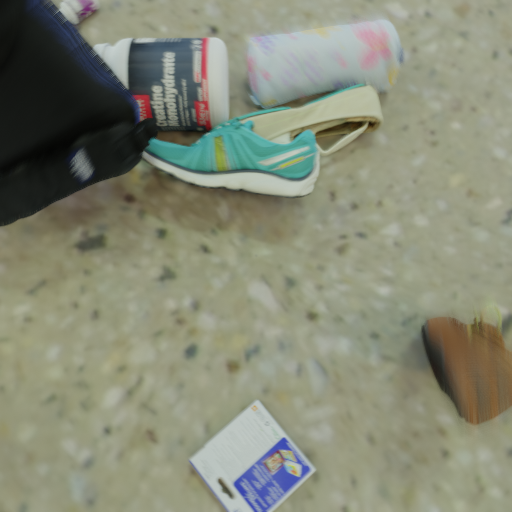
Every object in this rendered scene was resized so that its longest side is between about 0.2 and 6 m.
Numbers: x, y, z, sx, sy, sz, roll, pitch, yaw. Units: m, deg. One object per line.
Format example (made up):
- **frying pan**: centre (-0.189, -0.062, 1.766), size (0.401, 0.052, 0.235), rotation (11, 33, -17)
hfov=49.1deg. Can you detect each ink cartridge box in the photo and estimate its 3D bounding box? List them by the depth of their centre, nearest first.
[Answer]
- **ink cartridge box**: centre (-0.057, 2.711, 7.275), size (1.186, 0.279, 1.172), rotation (-39, 76, -11)

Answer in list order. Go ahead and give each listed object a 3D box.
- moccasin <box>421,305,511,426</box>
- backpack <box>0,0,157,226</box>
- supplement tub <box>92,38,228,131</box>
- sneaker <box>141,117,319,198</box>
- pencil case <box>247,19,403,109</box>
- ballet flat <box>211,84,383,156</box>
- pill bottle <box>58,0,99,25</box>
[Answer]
- **moccasin**: centre (2.579, 1.166, 6.668), size (0.996, 2.580, 0.944), rotation (-20, 86, 9)
- **backpack**: centre (-3.323, -1.881, 6.926), size (2.861, 3.004, 2.314), rotation (-42, 48, 1)
- **supplement tub**: centre (-1.428, -2.626, 8.633), size (1.962, 1.377, 1.377), rotation (-1, 70, 0)
- **sneaker**: centre (-0.376, -1.483, 8.106), size (2.591, 1.004, 1.032), rotation (7, 102, 5)
- **pencil case**: centre (1.050, -3.080, 8.996), size (2.434, 1.104, 1.012), rotation (-9, 32, -5)
- **ballet flat**: centre (0.680, -1.908, 8.678), size (2.785, 0.967, 0.967), rotation (-19, 71, -7)
- **pill bottle**: centre (-3.159, -4.324, 9.796), size (0.732, 0.411, 0.411), rotation (-43, 75, -13)
